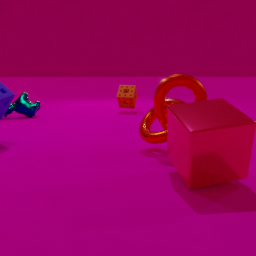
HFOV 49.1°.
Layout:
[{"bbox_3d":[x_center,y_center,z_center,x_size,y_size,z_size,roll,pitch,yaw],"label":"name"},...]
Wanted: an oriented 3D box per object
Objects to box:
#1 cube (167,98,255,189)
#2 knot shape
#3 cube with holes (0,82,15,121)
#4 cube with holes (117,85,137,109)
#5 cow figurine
[{"bbox_3d":[1.223,0.201,4.361,0.973,0.973,0.973,-9,28,-9],"label":"cube"},{"bbox_3d":[0.894,-0.190,5.902,1.565,1.673,0.773,-15,-7,38],"label":"knot shape"},{"bbox_3d":[-3.639,-0.563,6.286,1.234,1.234,1.234,41,27,0],"label":"cube with holes"},{"bbox_3d":[-0.028,-1.338,12.049,0.707,0.707,0.707,4,54,12],"label":"cube with holes"},{"bbox_3d":[-4.077,-0.719,10.472,1.276,1.256,0.701,33,-25,-1],"label":"cow figurine"}]
